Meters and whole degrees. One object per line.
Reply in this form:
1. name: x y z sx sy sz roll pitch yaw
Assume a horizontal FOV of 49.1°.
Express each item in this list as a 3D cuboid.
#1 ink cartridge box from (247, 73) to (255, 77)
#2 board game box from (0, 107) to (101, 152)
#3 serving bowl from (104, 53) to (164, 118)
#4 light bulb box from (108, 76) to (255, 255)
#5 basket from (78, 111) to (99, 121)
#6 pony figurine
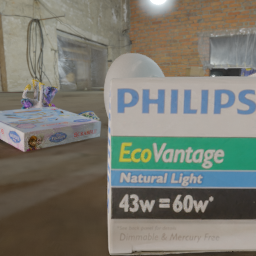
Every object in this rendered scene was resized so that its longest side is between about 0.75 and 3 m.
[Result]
1. ink cartridge box: 4.708 -0.895 9.491 1.693 1.649 2.633 0 -2 -5
2. board game box: -2.670 -0.095 8.628 2.617 0.540 2.623 17 18 39
3. serving bowl: 0.467 -0.894 7.922 0.827 2.514 2.514 -1 7 39
4. light bulb box: 1.165 0.179 4.017 2.867 1.805 2.892 0 10 -1
5. basket: -1.527 -0.287 9.968 0.981 0.682 0.865 24 29 37
6. pony figurine: -3.364 -0.776 10.812 1.826 1.892 1.575 20 8 16
